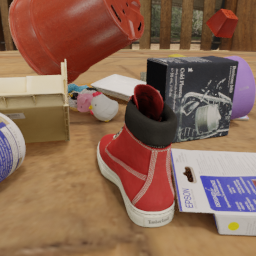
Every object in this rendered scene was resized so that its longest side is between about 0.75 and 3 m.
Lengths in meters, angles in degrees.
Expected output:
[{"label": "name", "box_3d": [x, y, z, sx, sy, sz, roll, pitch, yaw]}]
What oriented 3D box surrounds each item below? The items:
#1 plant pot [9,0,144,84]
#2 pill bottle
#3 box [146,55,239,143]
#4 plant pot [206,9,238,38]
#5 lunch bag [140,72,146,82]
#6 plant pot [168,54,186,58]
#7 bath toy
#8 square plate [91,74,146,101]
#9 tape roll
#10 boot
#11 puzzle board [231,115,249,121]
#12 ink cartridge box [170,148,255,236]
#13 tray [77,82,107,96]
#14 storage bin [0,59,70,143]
[{"label": "plant pot", "box_3d": [-1.230, -2.979, 7.857, 2.783, 2.861, 2.861, -14, 10, 31]}, {"label": "pill bottle", "box_3d": [-2.918, 0.651, 4.620, 1.391, 1.391, 2.325, 4, 20, 11]}, {"label": "box", "box_3d": [1.674, -0.848, 7.788, 2.095, 2.131, 1.321, -7, 22, -19]}, {"label": "plant pot", "box_3d": [3.288, -3.613, 9.589, 0.758, 0.668, 0.758, -4, 56, -28]}, {"label": "lunch bag", "box_3d": [1.133, -2.629, 15.042, 0.916, 0.751, 0.538, 3, 14, 9]}, {"label": "plant pot", "box_3d": [3.263, -3.600, 16.968, 1.506, 1.463, 1.472, 18, 25, 25]}, {"label": "bath toy", "box_3d": [-1.388, -0.973, 9.887, 1.212, 1.030, 2.787, -43, 32, -12]}, {"label": "square plate", "box_3d": [0.082, -1.673, 12.217, 2.633, 0.375, 2.608, 19, 25, 14]}, {"label": "tape roll", "box_3d": [3.023, -1.214, 8.770, 0.832, 1.959, 1.959, -11, 21, -11]}, {"label": "boot", "box_3d": [0.079, 0.109, 5.175, 1.029, 2.050, 2.842, -6, 20, -18]}, {"label": "puzzle board", "box_3d": [3.109, -0.626, 10.149, 2.136, 0.186, 1.610, 4, 20, 11]}, {"label": "ink cartridge box", "box_3d": [1.888, 1.023, 4.962, 2.196, 0.516, 2.170, 0, 21, 5]}, {"label": "tray", "box_3d": [-1.417, -1.866, 13.275, 1.313, 0.493, 2.662, 17, 24, 39]}, {"label": "storage bin", "box_3d": [-2.622, -0.525, 6.514, 2.438, 1.142, 2.420, -4, -24, -12]}]
